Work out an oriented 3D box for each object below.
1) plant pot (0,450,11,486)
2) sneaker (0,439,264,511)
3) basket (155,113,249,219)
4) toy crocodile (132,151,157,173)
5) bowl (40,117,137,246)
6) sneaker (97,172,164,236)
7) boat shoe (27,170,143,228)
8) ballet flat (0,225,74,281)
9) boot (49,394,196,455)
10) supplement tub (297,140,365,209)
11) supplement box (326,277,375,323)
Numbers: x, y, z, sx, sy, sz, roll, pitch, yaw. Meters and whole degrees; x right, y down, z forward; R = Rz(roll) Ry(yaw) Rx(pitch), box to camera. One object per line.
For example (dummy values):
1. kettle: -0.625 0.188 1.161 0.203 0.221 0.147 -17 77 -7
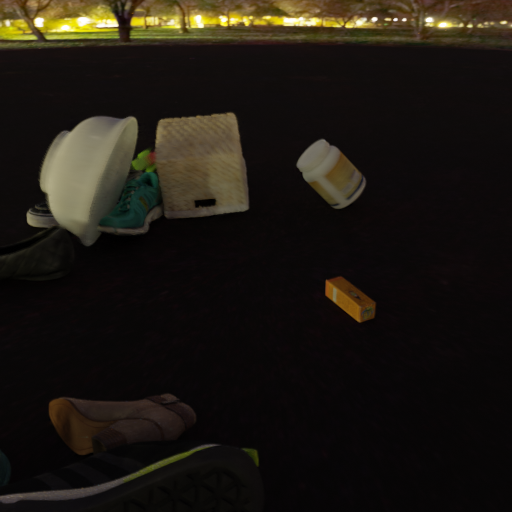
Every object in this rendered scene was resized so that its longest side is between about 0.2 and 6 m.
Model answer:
1. plant pot: -2.911 1.759 5.162 1.037 1.015 1.037 0 25 0
2. sneaker: -1.347 2.213 4.646 2.967 1.064 1.228 -8 0 -14
3. basket: -1.115 -1.906 11.623 1.778 1.443 1.794 -6 42 0
4. toy crocodile: -2.274 -2.268 13.055 1.448 0.489 0.447 -26 -1 -45
5. bowl: -3.061 -1.490 9.992 1.097 2.441 2.441 21 26 -5
6. sneaker: -2.440 -1.005 10.882 0.892 0.917 2.302 7 25 6
7. boat shoe: -3.444 -1.251 11.526 2.579 0.874 0.925 -18 31 -32
8. ballet flat: -4.467 0.013 8.879 3.029 0.861 1.007 -7 21 -16
9. boot: -1.394 1.714 5.948 1.066 0.512 1.458 -11 18 -43
10. supplement tub: 1.575 -1.725 11.825 0.935 1.295 0.935 -40 23 21
11. supplement box: 1.385 0.636 8.311 0.296 0.306 0.889 -12 27 -23
